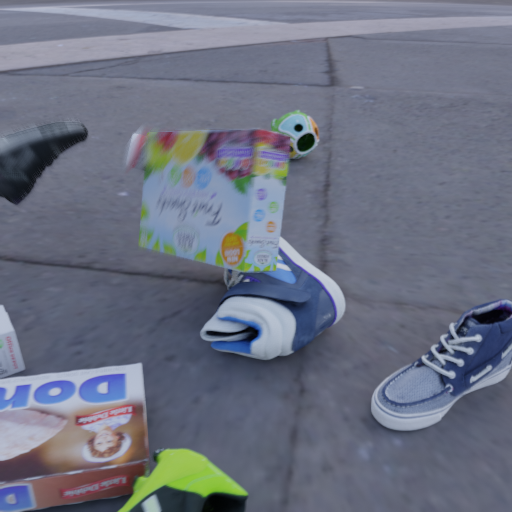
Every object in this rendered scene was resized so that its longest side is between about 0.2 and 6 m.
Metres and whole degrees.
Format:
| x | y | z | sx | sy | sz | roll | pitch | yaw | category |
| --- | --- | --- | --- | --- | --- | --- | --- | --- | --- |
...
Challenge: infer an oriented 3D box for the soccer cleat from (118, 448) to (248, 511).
| x | y | z | sx | sy | sz | roll | pitch | yaw | category |
| --- | --- | --- | --- | --- | --- | --- | --- | --- | --- |
| -0.852 | 2.329 | 3.923 | 0.952 | 0.793 | 2.348 | 21 | 34 | 17 | soccer cleat |

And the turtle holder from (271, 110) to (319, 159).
| x | y | z | sx | sy | sz | roll | pitch | yaw | category |
| --- | --- | --- | --- | --- | --- | --- | --- | --- | --- |
| 0.765 | -2.578 | 12.227 | 1.286 | 0.977 | 0.913 | -11 | 32 | -19 | turtle holder |

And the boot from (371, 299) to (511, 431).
| x | y | z | sx | sy | sz | roll | pitch | yaw | category |
| --- | --- | --- | --- | --- | --- | --- | --- | --- | --- |
| 2.023 | 1.079 | 5.941 | 1.930 | 0.872 | 0.702 | -19 | 35 | -29 | boot |

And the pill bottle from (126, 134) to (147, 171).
| x | y | z | sx | sy | sz | roll | pitch | yaw | category |
| --- | --- | --- | --- | --- | --- | --- | --- | --- | --- |
| -1.425 | -1.459 | 8.282 | 0.906 | 0.502 | 0.502 | 12 | 27 | -16 | pill bottle |

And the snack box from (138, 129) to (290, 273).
| x | y | z | sx | sy | sz | roll | pitch | yaw | category |
| --- | --- | --- | --- | --- | --- | --- | --- | --- | --- |
| -0.618 | -0.741 | 7.020 | 0.593 | 1.591 | 2.237 | -1 | 8 | -42 | snack box |

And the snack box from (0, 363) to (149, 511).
| x | y | z | sx | sy | sz | roll | pitch | yaw | category |
| --- | --- | --- | --- | --- | --- | --- | --- | --- | --- |
| -2.833 | 1.725 | 4.973 | 3.655 | 0.444 | 1.314 | -4 | 30 | -12 | snack box |

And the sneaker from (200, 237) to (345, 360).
| x | y | z | sx | sy | sz | roll | pitch | yaw | category |
| --- | --- | --- | --- | --- | --- | --- | --- | --- | --- |
| -0.188 | 0.438 | 7.003 | 1.653 | 0.910 | 2.258 | -21 | 40 | -37 | sneaker |

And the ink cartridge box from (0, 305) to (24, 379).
| x | y | z | sx | sy | sz | roll | pitch | yaw | category |
| --- | --- | --- | --- | --- | --- | --- | --- | --- | --- |
| -3.129 | 1.046 | 6.277 | 0.814 | 0.597 | 0.594 | -19 | 34 | -28 | ink cartridge box |

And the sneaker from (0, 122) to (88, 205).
| x | y | z | sx | sy | sz | roll | pitch | yaw | category |
| --- | --- | --- | --- | --- | --- | --- | --- | --- | --- |
| -3.387 | -1.261 | 8.021 | 2.164 | 0.947 | 0.819 | -25 | 18 | -27 | sneaker |
